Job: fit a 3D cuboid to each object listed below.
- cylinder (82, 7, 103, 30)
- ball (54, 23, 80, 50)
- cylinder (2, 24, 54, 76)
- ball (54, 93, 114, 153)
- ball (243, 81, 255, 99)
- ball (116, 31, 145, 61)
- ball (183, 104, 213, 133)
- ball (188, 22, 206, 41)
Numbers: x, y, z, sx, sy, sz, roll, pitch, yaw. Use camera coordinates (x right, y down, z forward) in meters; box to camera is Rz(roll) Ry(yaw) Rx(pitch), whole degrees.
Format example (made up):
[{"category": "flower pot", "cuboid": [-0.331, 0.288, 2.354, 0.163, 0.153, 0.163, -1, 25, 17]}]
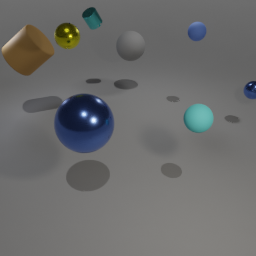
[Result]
[{"category": "cylinder", "cuboid": [-1.623, -4.987, 12.752, 0.700, 0.700, 0.700, -13, 56, 20]}, {"category": "ball", "cuboid": [-1.658, -2.514, 7.675, 0.700, 0.700, 0.700, 0, 30, 0]}, {"category": "cylinder", "cuboid": [-3.830, -2.981, 10.806, 1.400, 1.400, 1.400, -34, 26, 17]}, {"category": "ball", "cuboid": [-1.019, -0.108, 6.584, 1.400, 1.400, 1.400, 0, 30, 0]}, {"category": "ball", "cuboid": [4.753, -1.433, 10.616, 0.700, 0.700, 0.700, 0, 30, 0]}, {"category": "ball", "cuboid": [0.126, -3.952, 13.532, 1.400, 1.400, 1.400, 0, 30, 0]}, {"category": "ball", "cuboid": [1.693, -0.231, 6.747, 0.700, 0.700, 0.700, 0, 30, 0]}, {"category": "ball", "cuboid": [2.631, -3.676, 10.684, 0.700, 0.700, 0.700, 0, 30, 0]}]
